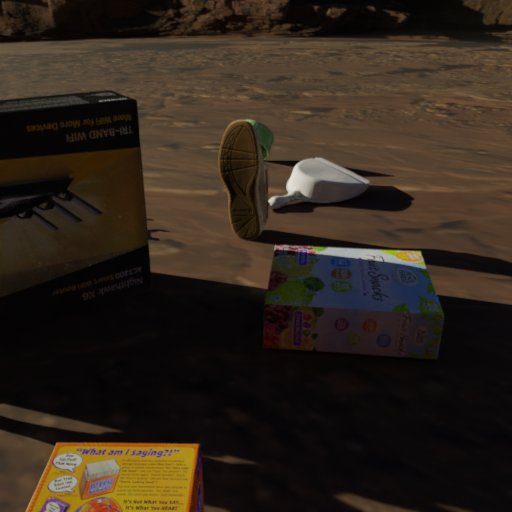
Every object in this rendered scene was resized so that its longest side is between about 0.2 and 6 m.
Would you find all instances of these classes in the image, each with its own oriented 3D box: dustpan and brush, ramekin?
[{"bbox_3d":[1.004,-1.366,11.295,2.229,0.638,1.555,-15,37,-40],"label":"dustpan and brush"},{"bbox_3d":[-0.064,-2.802,13.454,1.021,1.021,0.499,16,71,29],"label":"ramekin"}]

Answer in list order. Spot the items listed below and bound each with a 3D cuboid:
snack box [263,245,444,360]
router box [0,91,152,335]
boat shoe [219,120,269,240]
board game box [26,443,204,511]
[{"bbox_3d":[1.181,0.517,7.174,2.046,0.693,1.726,4,26,4],"label":"snack box"},{"bbox_3d":[-3.093,-0.453,6.857,3.449,2.711,0.901,-17,31,-31],"label":"router box"},{"bbox_3d":[-0.127,-1.288,9.339,0.727,2.015,0.655,6,27,24],"label":"boat shoe"},{"bbox_3d":[-0.912,2.002,3.727,1.037,1.037,1.036,0,26,1],"label":"board game box"}]
